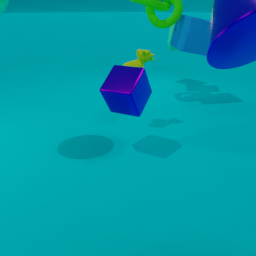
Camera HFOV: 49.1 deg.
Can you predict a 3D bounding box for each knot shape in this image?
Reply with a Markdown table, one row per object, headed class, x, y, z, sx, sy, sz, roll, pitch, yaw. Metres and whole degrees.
| class | x | y | z | sx | sy | sz | roll | pitch | yaw |
| --- | --- | --- | --- | --- | --- | --- | --- | --- | --- |
| knot shape | 1.092 | -4.277 | 9.609 | 1.887 | 1.766 | 0.872 | -32 | -6 | -22 |

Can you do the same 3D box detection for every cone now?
| class | x | y | z | sx | sy | sz | roll | pitch | yaw |
| --- | --- | --- | --- | --- | --- | --- | --- | --- | --- |
| cone | 1.550 | -1.779 | 4.076 | 1.305 | 1.305 | 1.309 | -9 | 68 | -18 |

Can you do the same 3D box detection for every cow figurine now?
| class | x | y | z | sx | sy | sz | roll | pitch | yaw |
| --- | --- | --- | --- | --- | --- | --- | --- | --- | --- |
| cow figurine | 0.309 | -1.760 | 8.041 | 0.960 | 0.976 | 0.536 | -16 | -28 | 35 |

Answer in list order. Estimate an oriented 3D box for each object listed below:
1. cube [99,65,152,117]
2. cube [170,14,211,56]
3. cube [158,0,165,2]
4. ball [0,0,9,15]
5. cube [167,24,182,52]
| class | x | y | z | sx | sy | sz | roll | pitch | yaw |
| --- | --- | --- | --- | --- | --- | --- | --- | --- | --- |
| cube | -0.028 | -0.900 | 6.782 | 0.854 | 0.854 | 0.854 | 12 | 60 | 27 |
| cube | 2.332 | -3.306 | 9.933 | 1.137 | 1.137 | 1.137 | 5 | 25 | -18 |
| cube | 1.011 | -5.574 | 11.300 | 0.882 | 0.882 | 0.882 | 38 | 59 | 15 |
| ball | -3.089 | -2.816 | 5.577 | 1.363 | 1.363 | 1.363 | 0 | 25 | 0 |
| cube | 2.182 | -3.702 | 11.298 | 0.962 | 0.962 | 0.962 | 7 | 34 | -2 |
